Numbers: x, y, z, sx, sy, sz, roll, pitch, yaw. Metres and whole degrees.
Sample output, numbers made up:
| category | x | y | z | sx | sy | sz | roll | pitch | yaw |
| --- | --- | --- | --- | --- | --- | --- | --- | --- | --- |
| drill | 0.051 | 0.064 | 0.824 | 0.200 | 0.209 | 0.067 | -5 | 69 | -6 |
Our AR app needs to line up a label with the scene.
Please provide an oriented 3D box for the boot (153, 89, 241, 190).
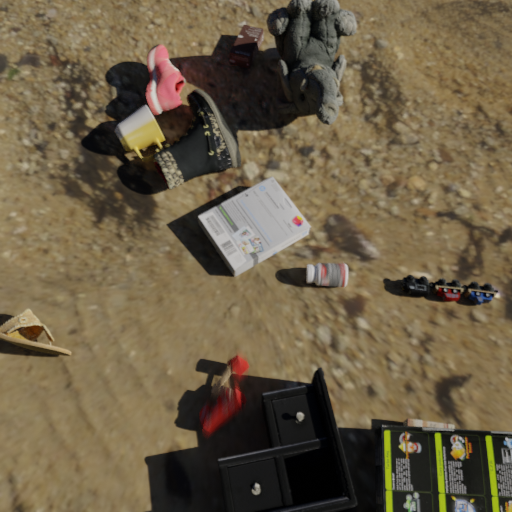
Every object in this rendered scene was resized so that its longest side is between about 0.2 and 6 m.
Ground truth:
| category | x | y | z | sx | sy | sz | roll | pitch | yaw |
| --- | --- | --- | --- | --- | --- | --- | --- | --- | --- |
| boot | -1.575 | -2.662 | 12.665 | 1.804 | 0.862 | 2.388 | -25 | 63 | -10 |

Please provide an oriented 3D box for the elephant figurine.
| category | x | y | z | sx | sy | sz | roll | pitch | yaw |
| --- | --- | --- | --- | --- | --- | --- | --- | --- | --- |
| elephant figurine | 1.237 | -4.125 | 12.934 | 2.166 | 2.375 | 3.061 | -6 | 85 | 35 |

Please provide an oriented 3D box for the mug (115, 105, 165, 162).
| category | x | y | z | sx | sy | sz | roll | pitch | yaw |
| --- | --- | --- | --- | --- | --- | --- | --- | --- | --- |
| mug | -2.656 | -2.770 | 12.710 | 0.915 | 0.893 | 1.115 | -28 | 44 | -6 |

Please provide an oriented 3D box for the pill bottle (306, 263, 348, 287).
| category | x | y | z | sx | sy | sz | roll | pitch | yaw |
| --- | --- | --- | --- | --- | --- | --- | --- | --- | --- |
| pill bottle | 1.415 | 0.377 | 11.217 | 0.789 | 0.457 | 0.457 | 2 | 61 | 1 |

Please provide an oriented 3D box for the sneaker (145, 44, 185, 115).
| category | x | y | z | sx | sy | sz | roll | pitch | yaw |
| --- | --- | --- | --- | --- | --- | --- | --- | --- | --- |
| sneaker | -2.110 | -4.252 | 13.472 | 0.879 | 0.747 | 2.026 | -7 | 63 | 8 |

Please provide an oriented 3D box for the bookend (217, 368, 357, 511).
| category | x | y | z | sx | sy | sz | roll | pitch | yaw |
| --- | --- | --- | --- | --- | --- | --- | --- | --- | --- |
| bookend | 0.273 | 3.250 | 9.332 | 2.212 | 1.025 | 2.226 | -9 | 61 | -5 |

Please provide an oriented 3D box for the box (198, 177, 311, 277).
| category | x | y | z | sx | sy | sz | roll | pitch | yaw |
| --- | --- | --- | --- | --- | --- | --- | --- | --- | --- |
| box | -0.048 | -0.645 | 11.759 | 1.888 | 0.389 | 1.472 | -31 | 71 | -14 |

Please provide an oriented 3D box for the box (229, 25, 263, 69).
| category | x | y | z | sx | sy | sz | roll | pitch | yaw |
| --- | --- | --- | --- | --- | --- | --- | --- | --- | --- |
| box | -0.245 | -5.385 | 14.395 | 0.563 | 0.421 | 1.124 | 16 | 64 | 8 |

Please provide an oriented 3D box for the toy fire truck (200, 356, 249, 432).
| category | x | y | z | sx | sy | sz | roll | pitch | yaw |
| --- | --- | --- | --- | --- | --- | --- | --- | --- | --- |
| toy fire truck | -0.570 | 2.459 | 10.023 | 1.204 | 0.293 | 0.849 | -43 | 36 | 6 |

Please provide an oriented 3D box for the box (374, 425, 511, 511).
| category | x | y | z | sx | sy | sz | roll | pitch | yaw |
| --- | --- | --- | --- | --- | --- | --- | --- | --- | --- |
| box | 3.420 | 4.335 | 8.738 | 3.028 | 0.745 | 3.135 | 1 | 69 | 3 |

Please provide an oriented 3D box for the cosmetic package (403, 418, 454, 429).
| category | x | y | z | sx | sy | sz | roll | pitch | yaw |
| --- | --- | --- | --- | --- | --- | --- | --- | --- | --- |
| cosmetic package | 3.005 | 3.121 | 9.774 | 0.817 | 0.357 | 0.423 | 6 | 63 | 2 |

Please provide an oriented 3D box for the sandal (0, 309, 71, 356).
| category | x | y | z | sx | sy | sz | roll | pitch | yaw |
| --- | --- | --- | --- | --- | --- | --- | --- | --- | --- |
| sandal | -4.483 | 1.328 | 10.495 | 2.233 | 0.819 | 0.735 | 6 | 69 | 9 |

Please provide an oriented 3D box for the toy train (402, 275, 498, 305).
| category | x | y | z | sx | sy | sz | roll | pitch | yaw |
| --- | --- | --- | --- | --- | --- | --- | --- | --- | --- |
| toy train | 3.845 | 0.697 | 11.128 | 1.882 | 0.321 | 0.431 | 6 | 65 | 4 |
